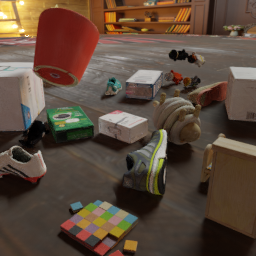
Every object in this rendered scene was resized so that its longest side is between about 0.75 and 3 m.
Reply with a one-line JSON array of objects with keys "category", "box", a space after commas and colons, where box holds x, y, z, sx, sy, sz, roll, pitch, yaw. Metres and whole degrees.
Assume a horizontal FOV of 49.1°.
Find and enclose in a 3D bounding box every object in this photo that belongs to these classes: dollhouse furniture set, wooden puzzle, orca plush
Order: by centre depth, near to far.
[{"category": "wooden puzzle", "box": [-0.564, 1.977, 5.741, 1.927, 0.135, 1.143, 16, 28, 33]}, {"category": "dollhouse furniture set", "box": [2.845, 0.834, 6.355, 2.294, 1.739, 2.618, 16, 28, 33]}, {"category": "orca plush", "box": [-3.284, 0.032, 9.646, 0.895, 0.605, 1.701, 5, 24, 11]}]

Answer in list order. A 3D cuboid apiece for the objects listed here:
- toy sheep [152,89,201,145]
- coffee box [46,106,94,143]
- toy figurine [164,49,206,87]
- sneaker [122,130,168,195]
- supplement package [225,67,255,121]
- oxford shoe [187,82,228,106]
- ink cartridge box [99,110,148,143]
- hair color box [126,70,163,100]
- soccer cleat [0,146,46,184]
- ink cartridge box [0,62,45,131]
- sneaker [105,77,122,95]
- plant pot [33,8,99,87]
[{"category": "toy sheep", "box": [1.558, -0.336, 9.287, 1.608, 1.608, 2.333, -11, 39, -24]}, {"category": "coffee box", "box": [-2.177, -0.202, 10.329, 1.380, 0.493, 2.244, -10, 26, -22]}, {"category": "toy figurine", "box": [3.160, -3.361, 15.772, 1.397, 2.007, 1.976, -5, 25, -42]}, {"category": "sneaker", "box": [0.521, 0.769, 7.566, 1.079, 0.985, 2.667, 1, 22, 11]}, {"category": "supplement package", "box": [5.107, -1.460, 11.681, 1.729, 1.717, 2.279, 5, 24, 12]}, {"category": "oxford shoe", "box": [3.958, -1.769, 13.453, 2.615, 0.926, 0.965, -16, 26, -34]}, {"category": "ink cartridge box", "box": [-0.159, -0.073, 9.890, 1.455, 0.602, 1.066, 18, 29, 36]}, {"category": "hair color box", "box": [0.917, -2.340, 14.798, 1.425, 0.863, 2.851, 6, 24, 15]}, {"category": "soccer cleat", "box": [-3.146, 0.869, 7.339, 2.121, 0.903, 0.728, 6, 24, 13]}, {"category": "ink cartridge box", "box": [-4.673, -1.334, 11.009, 2.015, 2.024, 2.759, 0, 23, -1]}, {"category": "sneaker", "box": [-0.744, -2.315, 14.871, 0.755, 0.776, 1.948, 2, 23, 4]}, {"category": "plant pot", "box": [-2.300, -2.681, 9.905, 2.264, 2.004, 2.264, 11, -15, 3]}]
